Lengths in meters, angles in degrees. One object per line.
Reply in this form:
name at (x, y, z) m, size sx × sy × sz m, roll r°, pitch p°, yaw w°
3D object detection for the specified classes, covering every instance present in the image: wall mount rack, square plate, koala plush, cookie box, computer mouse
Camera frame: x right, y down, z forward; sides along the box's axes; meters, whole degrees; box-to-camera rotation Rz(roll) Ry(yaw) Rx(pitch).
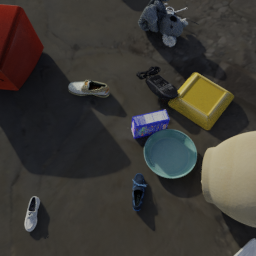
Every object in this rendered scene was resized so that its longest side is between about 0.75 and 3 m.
wall mount rack at (2.166, -5.365, 13.220) m, size 1.121 × 0.481 × 1.291 m, roll 13°, pitch 64°, yaw -4°
square plate at (3.611, 4.766, 7.946) m, size 2.230 × 0.320 × 2.251 m, roll -32°, pitch 67°, yaw -16°
koala plush at (1.614, -4.719, 12.445) m, size 1.991 × 1.830 × 1.765 m, roll 31°, pitch 75°, yaw -7°
cookie box at (0.784, -0.130, 10.119) m, size 1.243 × 1.063 × 0.467 m, roll -13°, pitch 67°, yaw -7°
computer mouse at (1.238, -1.675, 11.096) m, size 1.246 × 0.474 × 1.799 m, roll -24°, pitch 59°, yaw -32°

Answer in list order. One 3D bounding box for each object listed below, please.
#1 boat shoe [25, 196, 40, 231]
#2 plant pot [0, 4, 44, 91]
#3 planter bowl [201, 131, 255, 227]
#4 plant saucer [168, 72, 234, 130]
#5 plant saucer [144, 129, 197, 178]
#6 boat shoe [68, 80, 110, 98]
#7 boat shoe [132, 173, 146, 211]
boat shoe at (-3.081, 2.734, 8.989) m, size 0.388 × 0.369 × 1.078 m, roll 9°, pitch 62°, yaw 5°
plant pot at (-5.161, -2.943, 10.862) m, size 2.682 × 2.684 × 2.365 m, roll 6°, pitch 73°, yaw 3°
planter bowl at (3.402, 1.501, 8.516) m, size 1.954 × 2.903 × 2.903 m, roll -2°, pitch 58°, yaw 31°
plant saucer at (2.875, -1.187, 10.910) m, size 1.940 × 0.470 × 1.940 m, roll 36°, pitch 73°, yaw 17°
plant saucer at (1.487, 0.937, 9.962) m, size 1.871 × 0.336 × 1.871 m, roll 0°, pitch 62°, yaw 1°
boat shoe at (-1.578, -1.652, 11.190) m, size 1.687 × 0.577 × 0.630 m, roll 5°, pitch 62°, yaw 3°
boat shoe at (0.394, 2.084, 9.298) m, size 0.528 × 0.431 × 1.255 m, roll -1°, pitch 62°, yaw -1°
